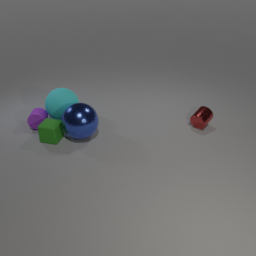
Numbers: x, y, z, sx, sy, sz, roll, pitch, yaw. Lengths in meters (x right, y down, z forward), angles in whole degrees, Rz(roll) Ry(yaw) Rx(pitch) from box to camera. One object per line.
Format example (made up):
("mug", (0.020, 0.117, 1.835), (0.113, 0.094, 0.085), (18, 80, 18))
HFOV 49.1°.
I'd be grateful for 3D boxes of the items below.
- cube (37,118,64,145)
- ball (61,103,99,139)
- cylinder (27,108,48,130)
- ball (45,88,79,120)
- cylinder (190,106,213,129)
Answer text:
("cube", (-2.928, 0.126, 10.688), (0.700, 0.700, 0.700), (7, 32, 11))
("ball", (-1.819, -0.266, 10.644), (1.400, 1.400, 1.400), (0, 30, 0))
("cylinder", (-3.707, -0.393, 11.538), (0.700, 0.700, 0.700), (-2, 27, -3))
("ball", (-2.751, -0.974, 11.735), (1.400, 1.400, 1.400), (0, 30, 0))
("cylinder", (3.017, -0.424, 11.471), (0.700, 0.700, 0.700), (25, 56, 36))
